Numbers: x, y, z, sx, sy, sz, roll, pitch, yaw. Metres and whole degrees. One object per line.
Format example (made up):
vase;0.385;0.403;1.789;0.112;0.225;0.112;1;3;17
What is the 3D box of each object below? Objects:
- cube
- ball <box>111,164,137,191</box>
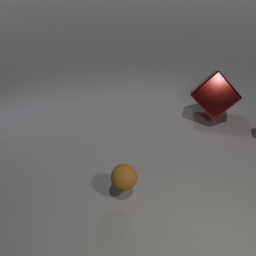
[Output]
cube;3.535;-1.365;11.457;1.400;1.400;1.400;49;17;-1
ball;-0.104;1.280;7.305;0.700;0.700;0.700;0;29;0
